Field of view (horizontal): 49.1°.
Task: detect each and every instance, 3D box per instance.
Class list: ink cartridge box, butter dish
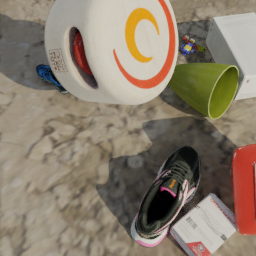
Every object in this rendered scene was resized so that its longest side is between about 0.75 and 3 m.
[{"bbox_3d":[1.777,2.310,6.471,1.311,0.543,0.962,-33,63,-19],"label":"ink cartridge box"},{"bbox_3d":[3.272,1.226,6.689,2.087,1.542,2.081,-6,98,-4],"label":"butter dish"}]

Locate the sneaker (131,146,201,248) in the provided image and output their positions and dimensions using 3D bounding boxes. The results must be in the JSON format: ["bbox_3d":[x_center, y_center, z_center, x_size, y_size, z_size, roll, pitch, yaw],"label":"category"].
[{"bbox_3d":[1.058,1.475,6.645,1.097,1.179,2.730,24,59,13],"label":"sneaker"}]

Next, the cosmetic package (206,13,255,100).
[{"bbox_3d":[3.842,-2.418,9.218,1.614,1.160,2.859,-7,58,-4],"label":"cosmetic package"}]

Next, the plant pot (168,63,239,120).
[{"bbox_3d":[2.123,-1.297,8.401,1.705,1.595,1.595,29,60,37],"label":"plant pot"}]

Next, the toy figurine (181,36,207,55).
[{"bbox_3d":[2.236,-2.771,9.987,0.987,0.521,0.591,41,94,26],"label":"toy figurine"}]

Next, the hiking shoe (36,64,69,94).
[{"bbox_3d":[-2.402,-1.748,9.051,1.549,0.672,0.576,33,63,20],"label":"hiking shoe"}]

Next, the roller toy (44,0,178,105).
[{"bbox_3d":[-0.371,-1.792,5.912,1.924,2.754,2.512,9,77,43],"label":"roller toy"}]
